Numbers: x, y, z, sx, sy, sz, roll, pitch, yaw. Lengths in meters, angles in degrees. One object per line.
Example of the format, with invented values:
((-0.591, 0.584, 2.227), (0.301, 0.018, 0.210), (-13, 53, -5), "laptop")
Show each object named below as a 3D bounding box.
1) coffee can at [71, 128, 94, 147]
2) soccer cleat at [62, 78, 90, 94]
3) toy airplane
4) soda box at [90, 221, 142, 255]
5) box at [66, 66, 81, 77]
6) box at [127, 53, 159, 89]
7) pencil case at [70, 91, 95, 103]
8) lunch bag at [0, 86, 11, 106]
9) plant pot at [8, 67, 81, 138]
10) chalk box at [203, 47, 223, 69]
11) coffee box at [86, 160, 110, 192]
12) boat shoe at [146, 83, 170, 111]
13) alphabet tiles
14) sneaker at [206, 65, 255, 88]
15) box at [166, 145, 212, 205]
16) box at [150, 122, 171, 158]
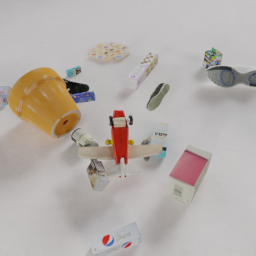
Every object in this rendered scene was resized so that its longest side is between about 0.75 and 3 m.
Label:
((-1.720, 0.446, 10.762), (0.582, 0.582, 0.795), (-33, 51, -31), "coffee can")
((-3.024, -1.952, 13.137), (2.390, 0.969, 0.807), (-3, 42, -3), "soccer cleat")
((-0.256, 0.775, 9.846), (2.263, 1.597, 2.254), (41, 74, 5), "toy airplane")
((-0.329, 3.163, 7.856), (1.403, 0.446, 0.478), (-16, 44, -17), "soda box")
((-2.858, -2.980, 14.764), (0.799, 0.329, 0.196), (-28, 50, -27), "box")
((0.811, -3.031, 14.630), (0.566, 0.606, 2.924), (18, 44, 19), "box")
((-1.973, -1.325, 12.107), (1.144, 0.497, 0.446), (-9, 69, -14), "pencil case")
((-5.981, -1.481, 12.847), (1.066, 0.677, 0.904), (-3, 37, 3), "lunch bag")
((-3.098, -0.820, 11.137), (2.157, 2.356, 2.356), (43, 56, 18), "plant pot")
((4.567, -3.770, 15.036), (0.699, 1.128, 0.704), (-11, 43, -12), "chalk box")
((-0.986, 1.527, 9.034), (0.362, 0.519, 0.907), (17, 29, -38), "coffee box")
((1.116, -1.221, 10.981), (0.398, 0.471, 1.322), (24, 71, 48), "boat shoe")
((-1.083, -4.509, 16.581), (2.281, 0.166, 2.231), (24, 46, 24), "alphabet tiles")
((5.357, -2.681, 14.097), (2.953, 1.100, 1.286), (6, 29, -3), "sneaker")
((2.012, 1.516, 9.241), (0.877, 1.030, 1.610), (22, 47, 23), "box")
((1.252, 0.426, 10.926), (0.653, 0.390, 1.587), (9, 42, 10), "box")
